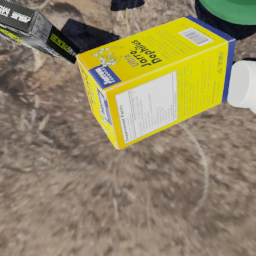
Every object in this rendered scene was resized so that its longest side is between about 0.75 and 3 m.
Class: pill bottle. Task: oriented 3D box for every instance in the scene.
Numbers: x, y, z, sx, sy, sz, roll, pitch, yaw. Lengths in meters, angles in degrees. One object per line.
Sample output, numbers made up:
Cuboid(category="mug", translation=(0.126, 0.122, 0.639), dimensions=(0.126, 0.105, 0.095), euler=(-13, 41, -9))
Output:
Cuboid(category="pill bottle", translation=(3.147, -0.801, 5.581), dimensions=(2.170, 1.201, 1.201), euler=(2, 64, -10))

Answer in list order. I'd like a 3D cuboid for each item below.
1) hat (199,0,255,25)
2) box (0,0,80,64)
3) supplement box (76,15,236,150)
Cuboid(category="hat", translation=(2.673, -3.221, 5.570), dimensions=(2.462, 2.616, 2.972), euler=(-18, 84, 28))
Cuboid(category="box", translation=(-2.126, -1.961, 5.489), dimensions=(1.867, 1.934, 0.459), euler=(20, 91, 11))
Cuboid(category="supplement box", translation=(0.412, -0.730, 4.163), dimensions=(1.961, 1.067, 1.074), euler=(-24, 45, -14))
